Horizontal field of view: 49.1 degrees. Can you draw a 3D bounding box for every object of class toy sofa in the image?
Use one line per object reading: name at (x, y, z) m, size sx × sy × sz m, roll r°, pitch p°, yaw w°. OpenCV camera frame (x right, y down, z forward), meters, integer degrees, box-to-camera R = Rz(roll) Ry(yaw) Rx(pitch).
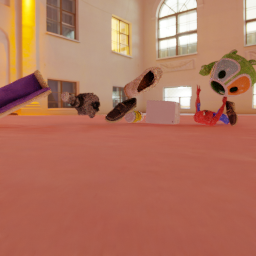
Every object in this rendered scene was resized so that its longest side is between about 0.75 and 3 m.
toy sofa at (-3.951, -1.141, 9.802) m, size 2.334 × 0.966 × 1.139 m, roll -33°, pitch 9°, yaw -26°

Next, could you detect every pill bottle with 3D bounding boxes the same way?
pill bottle at (0.276, -0.459, 11.252) m, size 0.484 × 0.484 × 0.869 m, roll 2°, pitch 3°, yaw 32°

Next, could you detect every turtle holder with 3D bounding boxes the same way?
turtle holder at (3.004, -1.662, 8.543) m, size 1.156 × 1.627 × 1.236 m, roll -39°, pitch -17°, yaw -11°

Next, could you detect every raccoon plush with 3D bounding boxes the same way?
raccoon plush at (-1.781, -0.947, 9.766) m, size 1.156 × 0.835 × 1.726 m, roll 5°, pitch -22°, yaw 45°

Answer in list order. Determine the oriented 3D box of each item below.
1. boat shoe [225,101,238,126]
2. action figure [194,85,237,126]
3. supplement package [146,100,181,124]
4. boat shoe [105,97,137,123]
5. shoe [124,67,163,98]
boat shoe at (3.095, -0.460, 8.495) m, size 0.305 × 0.848 × 0.306 m, roll 18°, pitch -29°, yaw -25°
action figure at (2.940, -0.736, 9.398) m, size 0.863 × 1.309 × 2.645 m, roll 14°, pitch 13°, yaw 35°
supplement package at (1.302, -0.577, 10.261) m, size 1.067 × 0.821 × 1.116 m, roll 4°, pitch 4°, yaw 19°
boat shoe at (-0.244, -0.688, 10.011) m, size 0.556 × 0.492 × 1.517 m, roll 33°, pitch 46°, yaw 23°
shoe at (0.717, -1.700, 10.216) m, size 0.566 × 0.741 × 2.119 m, roll -10°, pitch 23°, yaw 49°
